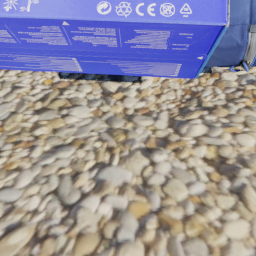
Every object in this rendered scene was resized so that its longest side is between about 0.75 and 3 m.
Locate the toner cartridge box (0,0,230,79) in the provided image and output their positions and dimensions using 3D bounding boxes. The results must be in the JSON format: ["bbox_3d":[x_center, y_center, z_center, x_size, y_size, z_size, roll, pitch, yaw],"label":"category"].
[{"bbox_3d":[-0.535,-1.147,3.204,2.940,1.397,0.635,3,81,2],"label":"toner cartridge box"}]

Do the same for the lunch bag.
[{"bbox_3d":[2.525,-2.694,6.348,1.959,2.961,2.012,0,-5,16],"label":"lunch bag"}]
